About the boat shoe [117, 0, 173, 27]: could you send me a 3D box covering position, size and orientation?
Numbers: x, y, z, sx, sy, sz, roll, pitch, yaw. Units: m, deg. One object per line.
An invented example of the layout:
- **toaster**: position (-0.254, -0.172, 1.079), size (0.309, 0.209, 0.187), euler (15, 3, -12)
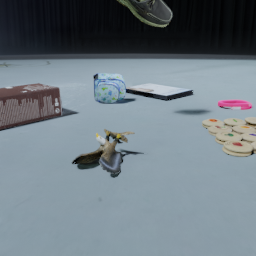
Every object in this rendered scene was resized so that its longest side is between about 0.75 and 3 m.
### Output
- **boat shoe**: position (0.384, -3.354, 7.279), size (2.074, 0.741, 0.682), euler (25, -10, -24)

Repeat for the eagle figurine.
- **eagle figurine**: position (-0.521, 0.509, 5.951), size (0.910, 0.905, 1.199), euler (-39, 18, 50)

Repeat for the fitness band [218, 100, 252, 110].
- **fitness band**: position (4.156, -0.928, 10.901), size (1.288, 0.241, 0.925), euler (-2, 18, -10)

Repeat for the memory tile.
- **memory tile**: position (3.262, 0.157, 7.584), size (2.032, 0.223, 2.651), euler (0, 18, 0)

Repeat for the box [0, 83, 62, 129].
- **box**: position (-3.747, -0.719, 8.969), size (1.441, 1.078, 2.877), euler (17, 26, 41)

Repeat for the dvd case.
- **dvd case**: position (1.395, -1.779, 13.490), size (2.020, 0.248, 2.831), euler (-16, 24, -41)

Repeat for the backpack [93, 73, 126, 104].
- **backpack**: position (-0.736, -1.588, 11.510), size (1.298, 1.187, 0.954), euler (-4, 41, -9)
